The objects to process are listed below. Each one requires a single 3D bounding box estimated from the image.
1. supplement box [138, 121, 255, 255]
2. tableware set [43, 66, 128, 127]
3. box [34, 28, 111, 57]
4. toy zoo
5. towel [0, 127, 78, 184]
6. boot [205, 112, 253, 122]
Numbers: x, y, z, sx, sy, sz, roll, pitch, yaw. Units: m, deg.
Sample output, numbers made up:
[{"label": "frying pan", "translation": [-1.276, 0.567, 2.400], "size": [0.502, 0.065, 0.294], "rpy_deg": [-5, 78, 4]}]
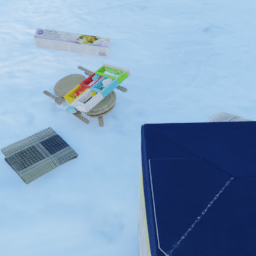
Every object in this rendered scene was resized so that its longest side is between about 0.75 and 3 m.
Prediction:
[{"label": "supplement box", "translation": [1.475, 1.446, 3.732], "size": [2.632, 2.629, 1.767], "rpy_deg": [-1, 43, -1]}, {"label": "tableware set", "translation": [-1.191, -0.890, 7.852], "size": [1.494, 0.453, 2.260], "rpy_deg": [-42, 51, -21]}, {"label": "box", "translation": [-1.856, -2.904, 9.531], "size": [2.529, 0.524, 0.489], "rpy_deg": [7, 63, -2]}, {"label": "toy zoo", "translation": [-0.920, -1.008, 7.297], "size": [1.812, 0.185, 1.189], "rpy_deg": [-43, 38, -16]}, {"label": "towel", "translation": [-2.026, 0.599, 6.394], "size": [1.356, 0.234, 1.306], "rpy_deg": [-28, 50, -33]}, {"label": "boot", "translation": [1.566, 0.242, 5.005], "size": [1.650, 0.607, 0.789], "rpy_deg": [-38, 30, -25]}]
